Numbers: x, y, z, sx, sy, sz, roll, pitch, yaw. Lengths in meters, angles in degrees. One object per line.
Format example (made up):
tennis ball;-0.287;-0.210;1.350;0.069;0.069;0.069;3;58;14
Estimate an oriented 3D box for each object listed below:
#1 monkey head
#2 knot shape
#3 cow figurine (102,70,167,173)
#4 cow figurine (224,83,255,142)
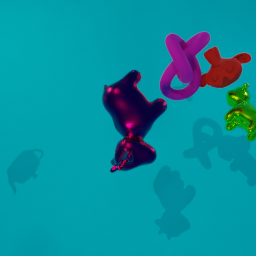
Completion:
monkey head;2.070;-1.369;6.288;1.300;0.783;0.935;-29;95;26
knot shape;1.239;-1.332;6.276;0.763;1.545;1.651;19;34;23
cow figurine;-0.011;-0.079;5.266;1.666;0.915;1.640;49;63;-5
cow figurine;2.875;-0.435;6.791;1.277;0.713;1.298;-45;50;-14
